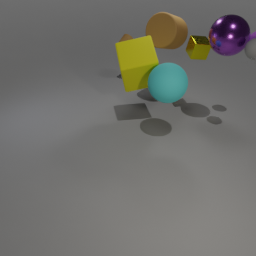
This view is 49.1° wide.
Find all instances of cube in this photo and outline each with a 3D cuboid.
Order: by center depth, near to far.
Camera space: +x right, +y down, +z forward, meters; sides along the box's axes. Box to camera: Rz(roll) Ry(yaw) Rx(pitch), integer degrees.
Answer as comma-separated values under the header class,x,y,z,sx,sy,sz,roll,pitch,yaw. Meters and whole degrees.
class,x,y,z,sx,sy,sz,roll,pitch,yaw
cube,0.384,-2.463,10.877,1.400,1.400,1.400,-12,60,2
cube,2.838,-3.241,11.302,0.700,0.700,0.700,-1,46,-13

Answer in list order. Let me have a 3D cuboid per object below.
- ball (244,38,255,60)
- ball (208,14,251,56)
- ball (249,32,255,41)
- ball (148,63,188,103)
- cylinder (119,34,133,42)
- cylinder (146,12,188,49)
class,x,y,z,sx,sy,sz,roll,pitch,yaw
ball,4.209,-2.595,9.209,0.700,0.700,0.700,0,31,0
ball,3.564,-3.256,9.888,1.400,1.400,1.400,0,31,0
ball,4.782,-3.203,10.305,0.700,0.700,0.700,0,31,0
ball,1.396,-1.577,9.843,1.400,1.400,1.400,0,31,0
cylinder,-0.118,-4.676,15.403,0.700,0.700,0.700,25,75,35
cylinder,1.662,-4.087,11.897,1.400,1.400,1.400,17,20,26
